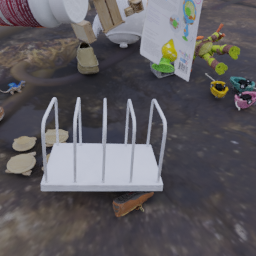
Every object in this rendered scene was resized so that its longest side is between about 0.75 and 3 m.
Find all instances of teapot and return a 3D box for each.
[{"bbox_3d":[-0.097,-4.654,12.682,2.655,1.965,2.690,-6,8,-44],"label":"teapot"}]

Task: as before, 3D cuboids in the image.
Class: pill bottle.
[{"bbox_3d":[-0.825,-1.127,2.428,0.879,0.481,0.481,10,38,19],"label":"pill bottle"}]

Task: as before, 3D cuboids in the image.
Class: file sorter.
[{"bbox_3d":[-0.539,0.247,6.178,2.485,1.547,1.724,1,25,-5],"label":"file sorter"}]

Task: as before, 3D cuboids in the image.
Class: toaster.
[{"bbox_3d":[1.347,-2.553,10.540,1.162,1.051,0.689,-17,42,-11],"label":"toaster"}]

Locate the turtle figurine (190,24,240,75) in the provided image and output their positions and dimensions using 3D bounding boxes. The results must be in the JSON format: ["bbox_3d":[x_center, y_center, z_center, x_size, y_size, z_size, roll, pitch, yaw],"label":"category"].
[{"bbox_3d":[3.026,-2.944,10.408,2.707,0.872,2.183,-41,40,-2],"label":"turtle figurine"}]

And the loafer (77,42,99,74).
[{"bbox_3d":[-1.696,-2.809,11.198,0.812,0.720,2.135,-12,39,-16],"label":"loafer"}]

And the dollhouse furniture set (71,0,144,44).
[{"bbox_3d":[-0.789,-4.123,9.670,2.409,1.248,1.066,-36,41,-16],"label":"dollhouse furniture set"}]

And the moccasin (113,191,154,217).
[{"bbox_3d":[0.141,1.532,5.830,0.397,0.419,1.087,9,17,36],"label":"moccasin"}]

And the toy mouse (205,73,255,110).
[{"bbox_3d":[3.759,-1.161,9.298,1.941,0.423,2.184,-1,38,-1],"label":"toy mouse"}]

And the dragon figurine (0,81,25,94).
[{"bbox_3d":[-3.984,-1.393,9.730,0.917,0.270,0.456,-21,42,-26],"label":"dragon figurine"}]

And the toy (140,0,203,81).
[{"bbox_3d":[0.866,-2.540,6.072,1.595,2.770,0.654,17,-14,-41],"label":"toy"}]

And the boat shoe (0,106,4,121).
[{"bbox_3d":[-4.624,-0.300,7.905,2.095,0.752,0.793,-19,41,-23],"label":"boat shoe"}]

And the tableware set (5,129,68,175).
[{"bbox_3d":[-2.279,0.585,7.221,1.473,0.205,1.764,-5,37,-9],"label":"tableware set"}]
